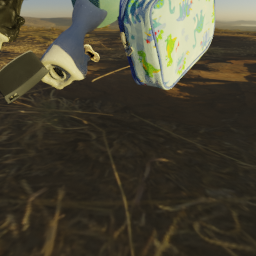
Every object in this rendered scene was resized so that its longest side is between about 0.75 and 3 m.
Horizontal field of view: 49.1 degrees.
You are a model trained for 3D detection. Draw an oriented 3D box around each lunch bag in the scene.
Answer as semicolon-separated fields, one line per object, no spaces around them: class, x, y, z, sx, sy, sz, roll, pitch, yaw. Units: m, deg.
lunch bag;0.810;-1.841;5.177;0.893;1.741;2.166;18;52;36

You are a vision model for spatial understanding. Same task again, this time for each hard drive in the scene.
hard drive;-2.307;-1.115;5.936;1.088;0.230;0.734;-39;75;-4

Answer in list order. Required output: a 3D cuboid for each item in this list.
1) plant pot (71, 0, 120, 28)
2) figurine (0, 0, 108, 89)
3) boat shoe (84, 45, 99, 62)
plant pot;-0.911;-3.828;8.364;1.977;1.332;1.977;20;39;-17
figurine;-1.936;-2.613;6.733;2.694;1.160;2.628;27;61;-17
boat shoe;-1.237;-2.483;9.545;0.314;0.260;0.873;-14;-25;16
